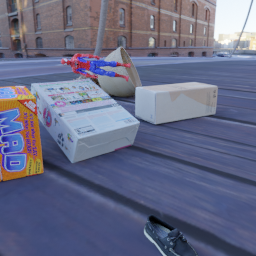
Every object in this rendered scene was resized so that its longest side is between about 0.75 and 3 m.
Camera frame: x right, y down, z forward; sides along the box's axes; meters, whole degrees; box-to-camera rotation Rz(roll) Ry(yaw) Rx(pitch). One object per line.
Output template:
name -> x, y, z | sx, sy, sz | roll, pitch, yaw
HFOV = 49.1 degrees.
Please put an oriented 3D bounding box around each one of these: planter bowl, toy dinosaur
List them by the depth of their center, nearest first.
planter bowl -> -0.553, -2.626, 14.292 | 1.668, 2.479, 2.479 | -22, 12, 16
toy dinosaur -> -2.037, -2.441, 15.272 | 1.166, 1.841, 2.716 | 28, 3, 41

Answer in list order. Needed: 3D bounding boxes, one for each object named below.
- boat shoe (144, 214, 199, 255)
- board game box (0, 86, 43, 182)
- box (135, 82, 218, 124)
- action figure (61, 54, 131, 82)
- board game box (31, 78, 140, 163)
boat shoe -> 0.605, 1.553, 3.968 | 0.383, 0.340, 1.025 | -10, 20, -29
board game box -> -3.008, 0.075, 6.312 | 1.719, 1.719, 1.720 | -9, 20, -25
box -> 1.846, -1.013, 10.669 | 2.951, 1.147, 1.401 | -10, 20, -30
action figure -> -0.985, -1.871, 8.541 | 2.099, 0.687, 0.542 | 8, 21, -3
board game box -> -1.278, -0.373, 7.808 | 1.943, 0.846, 2.633 | -13, 44, -38
